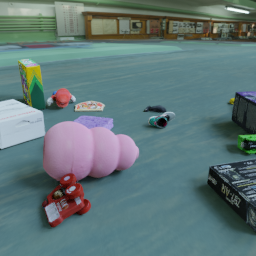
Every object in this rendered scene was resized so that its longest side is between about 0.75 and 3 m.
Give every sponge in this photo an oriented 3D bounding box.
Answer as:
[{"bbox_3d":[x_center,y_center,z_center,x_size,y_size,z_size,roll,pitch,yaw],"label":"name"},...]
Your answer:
[{"bbox_3d":[-1.504,0.153,9.562,1.342,0.359,2.405,7,23,15],"label":"sponge"}]

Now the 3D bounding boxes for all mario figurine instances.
[{"bbox_3d":[-3.077,-1.261,12.900,1.141,0.980,1.849,-42,20,-6],"label":"mario figurine"}]

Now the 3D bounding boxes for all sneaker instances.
[{"bbox_3d":[1.388,-0.302,10.493,1.123,0.470,0.678,-17,21,-18],"label":"sneaker"}]

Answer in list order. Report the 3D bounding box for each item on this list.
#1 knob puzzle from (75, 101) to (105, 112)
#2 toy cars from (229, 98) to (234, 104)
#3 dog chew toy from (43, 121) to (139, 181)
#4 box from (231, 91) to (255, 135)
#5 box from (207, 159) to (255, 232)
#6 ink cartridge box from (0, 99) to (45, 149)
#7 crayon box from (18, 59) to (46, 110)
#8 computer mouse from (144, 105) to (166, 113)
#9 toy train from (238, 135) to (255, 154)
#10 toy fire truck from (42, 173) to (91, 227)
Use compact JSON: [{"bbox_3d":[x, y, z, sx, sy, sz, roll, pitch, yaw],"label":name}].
[{"bbox_3d":[-1.729,-1.063,12.742,1.509,0.209,1.509,0,22,0],"label":"knob puzzle"},{"bbox_3d":[5.646,-1.203,12.782,1.970,0.436,0.883,20,30,40],"label":"toy cars"},{"bbox_3d":[-0.890,0.603,7.130,2.411,1.501,1.501,2,20,-19],"label":"dog chew toy"},{"bbox_3d":[5.025,-0.470,9.977,1.681,1.185,2.272,-3,22,-8],"label":"box"},{"bbox_3d":[3.357,1.356,6.361,2.385,0.519,1.911,-7,23,-16],"label":"box"},{"bbox_3d":[-4.141,-0.208,9.670,2.215,0.923,1.609,20,30,41],"label":"ink cartridge box"},{"bbox_3d":[-4.428,-2.047,12.850,0.654,1.937,2.245,-11,25,-26],"label":"crayon box"},{"bbox_3d":[1.215,-0.862,12.193,0.942,0.248,0.653,8,23,19],"label":"computer mouse"},{"bbox_3d":[4.749,0.443,8.642,2.755,0.575,0.777,-1,12,-4],"label":"toy train"},{"bbox_3d":[-1.376,1.532,5.973,0.906,0.605,1.079,-28,30,-17],"label":"toy fire truck"}]
